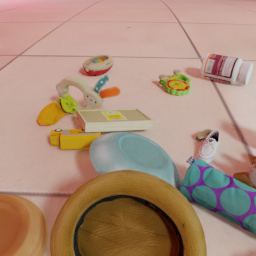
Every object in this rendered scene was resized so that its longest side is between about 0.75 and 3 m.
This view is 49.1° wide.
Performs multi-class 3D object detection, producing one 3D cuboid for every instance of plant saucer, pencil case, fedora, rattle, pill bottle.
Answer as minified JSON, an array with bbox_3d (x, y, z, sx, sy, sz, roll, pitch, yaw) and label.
[{"bbox_3d":[-3.278,2.471,6.131,2.922,0.547,2.922,1,33,0],"label":"plant saucer"},{"bbox_3d":[2.560,1.666,6.863,2.557,1.088,1.182,26,60,33],"label":"pencil case"},{"bbox_3d":[0.008,2.225,5.434,2.866,1.169,2.866,1,72,-3],"label":"fedora"},{"bbox_3d":[-1.839,-0.979,10.211,2.633,1.714,1.881,6,22,32],"label":"rattle"},{"bbox_3d":[0.336,0.825,7.778,2.792,0.538,2.792,20,28,-11],"label":"plant saucer"},{"bbox_3d":[4.854,-2.885,13.798,2.202,1.257,1.257,20,38,27],"label":"pill bottle"}]

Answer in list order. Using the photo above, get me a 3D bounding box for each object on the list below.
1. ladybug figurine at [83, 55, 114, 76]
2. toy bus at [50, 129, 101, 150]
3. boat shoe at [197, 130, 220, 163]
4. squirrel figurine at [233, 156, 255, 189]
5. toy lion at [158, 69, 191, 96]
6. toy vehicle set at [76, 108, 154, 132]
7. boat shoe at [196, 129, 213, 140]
[{"bbox_3d":[-1.569,-3.309,14.925,1.400,0.742,2.062,21,38,29],"label":"ladybug figurine"},{"bbox_3d":[-1.730,0.374,9.276,1.647,0.536,0.645,-1,24,-9],"label":"toy bus"},{"bbox_3d":[2.659,0.550,9.147,0.560,0.497,1.522,14,35,21],"label":"boat shoe"},{"bbox_3d":[4.179,1.311,7.603,1.683,1.276,1.803,-13,48,-37],"label":"squirrel figurine"},{"bbox_3d":[2.353,-2.101,13.343,1.672,0.574,1.603,-26,48,-34],"label":"toy lion"},{"bbox_3d":[-0.505,-0.316,10.091,2.447,0.324,1.520,-3,21,-20],"label":"toy vehicle set"},{"bbox_3d":[2.691,0.244,9.843,0.780,0.253,0.280,-16,65,-31],"label":"boat shoe"}]
